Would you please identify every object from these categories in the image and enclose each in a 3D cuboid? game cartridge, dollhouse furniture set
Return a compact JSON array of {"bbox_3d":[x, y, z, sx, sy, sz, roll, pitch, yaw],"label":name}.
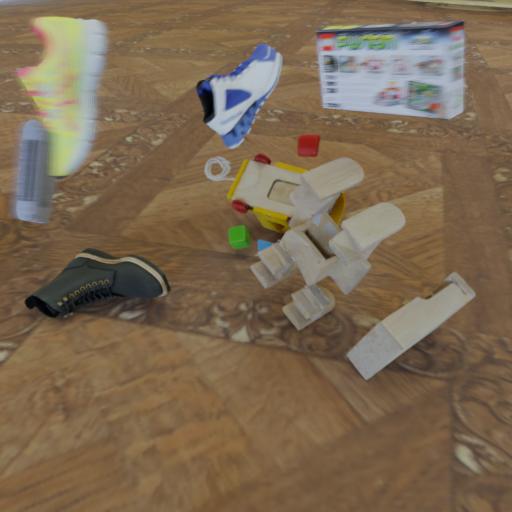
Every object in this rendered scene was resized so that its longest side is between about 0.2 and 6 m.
[{"bbox_3d":[-2.116,-0.788,5.437,0.189,0.925,0.616,5,0,-1],"label":"game cartridge"},{"bbox_3d":[1.620,0.182,8.521,1.744,2.462,2.681,-25,68,-32],"label":"dollhouse furniture set"}]

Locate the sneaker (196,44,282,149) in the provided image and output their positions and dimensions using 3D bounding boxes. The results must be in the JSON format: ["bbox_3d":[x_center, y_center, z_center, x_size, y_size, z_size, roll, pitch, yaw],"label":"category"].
[{"bbox_3d":[-0.440,-3.394,11.201,1.258,2.178,0.880,28,-3,-33],"label":"sneaker"}]

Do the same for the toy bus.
[{"bbox_3d":[0.532,-1.084,11.349,2.408,1.319,2.552,-24,63,6],"label":"toy bus"}]

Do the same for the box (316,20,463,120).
[{"bbox_3d":[1.827,-2.625,7.890,0.375,1.189,2.161,-31,35,-34],"label":"box"}]

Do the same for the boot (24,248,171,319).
[{"bbox_3d":[-2.618,0.646,9.302,2.124,0.823,1.469,6,35,34],"label":"boot"}]

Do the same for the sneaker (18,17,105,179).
[{"bbox_3d":[-3.688,-2.923,10.284,1.341,2.969,1.160,5,5,-32],"label":"sneaker"}]
